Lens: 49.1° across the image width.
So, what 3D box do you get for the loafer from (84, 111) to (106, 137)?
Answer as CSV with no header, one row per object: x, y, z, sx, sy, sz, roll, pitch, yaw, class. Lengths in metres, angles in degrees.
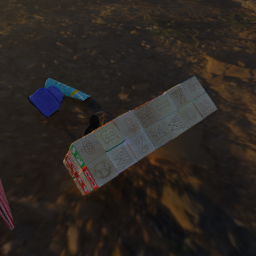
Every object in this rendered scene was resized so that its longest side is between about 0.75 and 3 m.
-0.812,0.017,7.091,0.381,1.046,0.378,41,41,13,loafer

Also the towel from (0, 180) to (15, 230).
-2.581,0.928,5.285,0.195,1.257,1.738,-22,49,-21,towel

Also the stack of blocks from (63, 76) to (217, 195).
0.210,0.191,5.942,2.977,1.714,0.872,-30,83,-24,stack of blocks

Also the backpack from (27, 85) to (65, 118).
-2.239,-0.773,7.982,0.834,0.808,0.994,-37,10,-7,backpack

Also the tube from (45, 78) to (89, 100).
-1.955,-1.187,8.996,1.422,0.358,0.551,21,30,9,tube
